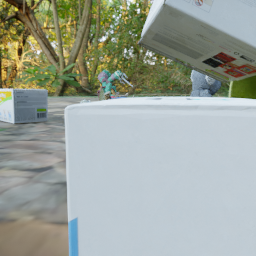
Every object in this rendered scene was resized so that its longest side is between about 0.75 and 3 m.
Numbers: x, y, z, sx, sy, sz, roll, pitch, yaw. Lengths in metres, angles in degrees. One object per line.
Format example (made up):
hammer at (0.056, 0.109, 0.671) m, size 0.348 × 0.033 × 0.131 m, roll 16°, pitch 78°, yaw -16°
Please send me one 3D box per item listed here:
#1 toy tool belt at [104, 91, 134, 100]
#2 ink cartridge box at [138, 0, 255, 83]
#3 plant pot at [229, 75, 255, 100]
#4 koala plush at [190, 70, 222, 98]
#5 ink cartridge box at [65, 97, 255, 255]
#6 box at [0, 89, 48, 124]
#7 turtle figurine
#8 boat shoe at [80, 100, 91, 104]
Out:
toy tool belt at (-0.139, -0.832, 10.009) m, size 1.575 × 0.968 × 0.983 m, roll -3°, pitch 25°, yaw -25°
ink cartridge box at (1.388, -1.659, 4.800) m, size 2.092 × 0.877 × 1.836 m, roll 22°, pitch -5°, yaw -10°
plant pot at (3.718, -0.622, 5.423) m, size 2.458 × 2.300 × 2.300 m, roll 15°, pitch 2°, yaw -22°
koala plush at (2.921, -1.395, 10.635) m, size 1.827 × 1.989 × 1.763 m, roll -2°, pitch 9°, yaw -10°
ink cartridge box at (0.334, 0.316, 1.701) m, size 0.987 × 0.992 × 1.352 m, roll 1°, pitch 7°, yaw 9°
box at (-3.751, -0.789, 9.563) m, size 1.184 × 1.067 × 2.104 m, roll -6°, pitch 9°, yaw -42°
turtle figurine at (-0.597, -1.370, 11.010) m, size 1.219 × 1.813 × 2.422 m, roll -9°, pitch 29°, yaw -13°
boat shoe at (-2.227, -1.131, 14.049) m, size 0.614 × 0.557 × 1.669 m, roll 0°, pitch 8°, yaw 2°
